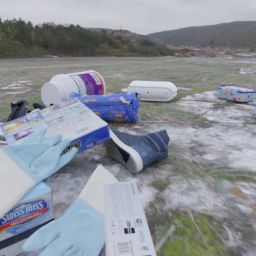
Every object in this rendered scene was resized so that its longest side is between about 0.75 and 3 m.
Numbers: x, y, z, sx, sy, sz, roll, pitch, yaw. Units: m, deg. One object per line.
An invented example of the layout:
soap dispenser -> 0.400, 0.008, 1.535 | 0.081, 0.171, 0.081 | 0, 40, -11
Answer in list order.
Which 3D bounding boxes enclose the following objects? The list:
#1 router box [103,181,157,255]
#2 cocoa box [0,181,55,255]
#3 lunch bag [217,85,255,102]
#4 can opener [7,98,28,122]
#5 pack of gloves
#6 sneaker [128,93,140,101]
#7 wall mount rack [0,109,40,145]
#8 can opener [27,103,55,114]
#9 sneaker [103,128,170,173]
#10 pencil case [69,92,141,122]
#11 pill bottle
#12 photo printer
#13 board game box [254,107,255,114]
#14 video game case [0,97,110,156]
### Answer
router box -> -0.004, 1.591, 2.835 | 0.405, 1.487, 1.657 | -3, 19, -6
cocoa box -> -1.969, 1.390, 4.375 | 1.393, 0.914, 0.929 | -14, 23, -37
lunch bag -> 5.743, -1.828, 14.792 | 1.473, 0.694, 1.838 | -8, 20, -28
can opener -> -4.046, -0.565, 10.441 | 0.666, 0.826, 2.101 | -27, 23, -5
pack of gloves -> -1.273, 1.136, 4.670 | 2.292, 0.538, 2.728 | 41, 23, 3
sneaker -> -0.159, -1.221, 13.364 | 1.558, 0.611, 0.701 | -7, 38, -12
wall mount rack -> -4.008, -0.260, 9.383 | 2.506, 1.075, 2.884 | 14, 7, -38
can opener -> -3.174, -0.473, 10.669 | 2.777, 1.092, 0.880 | 14, 60, 45
sneaker -> 0.239, 0.374, 7.565 | 1.447, 0.761, 2.003 | -22, 36, -26
pencil case -> -0.946, -0.827, 10.822 | 2.875, 1.122, 1.249 | 1, -13, 7
pill bottle -> -2.426, -1.668, 12.671 | 1.660, 1.660, 2.952 | 10, 20, 29
photo printer -> 1.353, -1.988, 14.944 | 2.480, 0.861, 2.063 | 3, 17, 8
board game box -> 6.226, -0.391, 10.692 | 2.608, 0.508, 2.060 | -4, 22, 7
video game case -> -1.875, 0.105, 7.075 | 2.198, 0.499, 1.992 | -25, 37, -22
